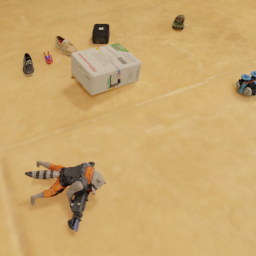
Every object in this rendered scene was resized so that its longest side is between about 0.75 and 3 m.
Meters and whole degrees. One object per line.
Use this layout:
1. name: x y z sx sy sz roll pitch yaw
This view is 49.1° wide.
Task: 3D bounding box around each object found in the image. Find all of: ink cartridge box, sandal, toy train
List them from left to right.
1. ink cartridge box: -0.815 -2.202 10.234 2.110 0.886 1.528 -23 54 -31
2. sandal: 2.546 -5.359 13.929 0.612 0.440 1.541 7 46 7
3. toy train: 4.658 -1.596 10.070 1.528 0.662 0.873 -16 53 -16

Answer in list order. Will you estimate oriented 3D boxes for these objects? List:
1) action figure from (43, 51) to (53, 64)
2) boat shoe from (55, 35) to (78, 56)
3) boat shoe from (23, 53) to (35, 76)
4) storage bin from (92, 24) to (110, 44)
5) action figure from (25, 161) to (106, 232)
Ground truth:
1. action figure: -3.322 -2.917 11.679 0.294 0.232 0.899 -16 50 -18
2. boat shoe: -2.697 -3.588 12.123 1.467 0.507 0.541 34 54 29
3. boat shoe: -4.008 -2.550 11.168 0.462 0.399 1.271 -12 46 -11
4. storage bin: -1.231 -4.337 12.880 0.722 0.500 1.068 1 46 1
5. action figure: -1.487 1.444 6.830 1.874 1.013 1.937 -6 45 6
